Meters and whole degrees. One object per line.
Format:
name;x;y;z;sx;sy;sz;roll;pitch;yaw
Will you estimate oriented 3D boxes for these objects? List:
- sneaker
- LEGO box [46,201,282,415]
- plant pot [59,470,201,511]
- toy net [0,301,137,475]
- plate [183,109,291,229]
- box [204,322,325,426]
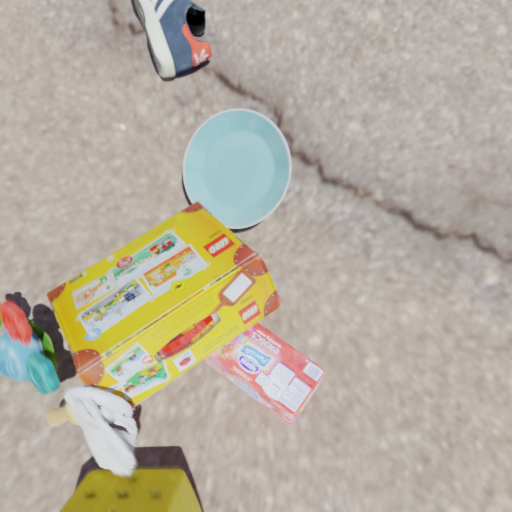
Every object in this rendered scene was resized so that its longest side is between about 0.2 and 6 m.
sneaker;-1.886;-5.448;12.300;1.383;1.226;3.272;-18;77;-7
LEGO box;-1.522;0.705;8.978;3.057;1.179;2.276;-33;39;-12
plant pot;-1.671;3.914;7.227;2.037;2.037;1.797;-3;95;4
toy net;-2.783;1.694;8.116;3.624;1.901;0.700;25;36;32
plate;-0.342;-1.558;10.119;2.133;0.273;2.133;1;94;21
box;0.101;1.823;9.195;1.827;0.865;0.937;33;67;14
